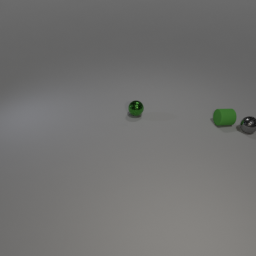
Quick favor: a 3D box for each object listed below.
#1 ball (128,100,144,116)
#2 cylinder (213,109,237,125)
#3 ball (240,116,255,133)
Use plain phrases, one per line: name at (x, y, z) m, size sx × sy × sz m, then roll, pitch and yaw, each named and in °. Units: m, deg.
ball at (0.357, -0.880, 12.455) m, size 0.700 × 0.700 × 0.700 m, roll 0°, pitch 32°, yaw 0°
cylinder at (4.084, -0.465, 11.843) m, size 0.700 × 0.700 × 0.700 m, roll -2°, pitch 32°, yaw -14°
ball at (4.943, -0.131, 11.398) m, size 0.700 × 0.700 × 0.700 m, roll 0°, pitch 32°, yaw 0°
